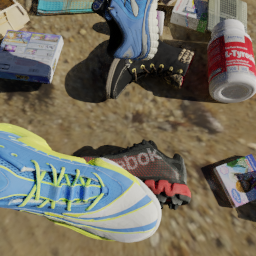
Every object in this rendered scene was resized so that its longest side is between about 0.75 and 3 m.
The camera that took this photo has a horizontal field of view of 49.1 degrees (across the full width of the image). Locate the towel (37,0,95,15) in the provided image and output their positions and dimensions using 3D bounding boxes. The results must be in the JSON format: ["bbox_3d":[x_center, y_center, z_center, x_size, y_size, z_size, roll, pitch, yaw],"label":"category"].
[{"bbox_3d":[-1.813,-4.643,9.621,2.523,0.274,1.850,-2,65,-1],"label":"towel"}]

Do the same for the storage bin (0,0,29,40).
[{"bbox_3d":[-4.522,-3.752,8.838,1.958,0.924,1.972,-36,69,-15],"label":"storage bin"}]

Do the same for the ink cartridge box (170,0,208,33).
[{"bbox_3d":[2.064,-3.700,9.038,1.181,0.517,0.858,20,67,11],"label":"ink cartridge box"}]

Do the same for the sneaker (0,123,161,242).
[{"bbox_3d":[-0.880,0.703,2.998,2.501,1.314,0.947,20,96,9],"label":"sneaker"}]

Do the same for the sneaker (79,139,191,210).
[{"bbox_3d":[-0.002,0.937,6.548,2.987,1.056,1.459,9,66,2],"label":"sneaker"}]

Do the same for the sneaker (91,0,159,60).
[{"bbox_3d":[-0.060,-2.569,5.306,1.230,2.760,1.084,-13,34,-18],"label":"sneaker"}]

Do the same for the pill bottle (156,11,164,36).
[{"bbox_3d":[0.441,-3.286,8.731,1.298,0.728,0.728,4,65,3],"label":"pill bottle"}]

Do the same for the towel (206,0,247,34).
[{"bbox_3d":[3.097,-3.481,8.801,1.492,0.268,1.549,12,73,-15],"label":"towel"}]

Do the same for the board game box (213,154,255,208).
[{"bbox_3d":[2.804,1.280,6.848,1.033,0.213,1.036,-19,66,-9],"label":"board game box"}]

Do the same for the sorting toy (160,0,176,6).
[{"bbox_3d":[1.814,-4.745,9.277,1.828,0.269,1.352,-31,47,5],"label":"sorting toy"}]

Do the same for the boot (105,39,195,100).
[{"bbox_3d":[0.637,-1.597,7.851,1.908,0.927,2.534,23,61,11],"label":"boot"}]

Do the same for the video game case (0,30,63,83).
[{"bbox_3d":[-2.971,-2.150,8.367,1.728,0.393,1.566,8,65,4],"label":"video game case"}]

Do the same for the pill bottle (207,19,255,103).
[{"bbox_3d":[2.846,-1.889,7.795,1.210,1.210,2.156,4,65,2],"label":"pill bottle"}]
